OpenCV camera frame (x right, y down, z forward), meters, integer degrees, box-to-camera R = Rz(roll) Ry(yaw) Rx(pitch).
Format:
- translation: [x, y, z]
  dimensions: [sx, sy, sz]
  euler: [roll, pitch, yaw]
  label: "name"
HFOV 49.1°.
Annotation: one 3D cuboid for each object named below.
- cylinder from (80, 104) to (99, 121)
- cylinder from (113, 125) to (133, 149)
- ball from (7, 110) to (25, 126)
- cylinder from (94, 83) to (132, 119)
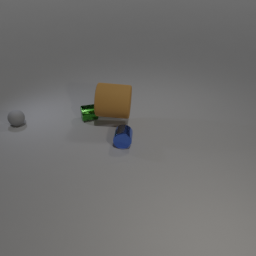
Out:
- translation: [-1.719, -0.683, 12.433]
  dimensions: [0.700, 0.700, 0.700]
  euler: [-9, 32, -14]
  label: "cylinder"
- translation: [-0.185, 0.334, 10.729]
  dimensions: [0.700, 0.700, 0.700]
  euler: [2, 31, 4]
  label: "cylinder"
- translation: [-4.782, -0.441, 11.985]
  dimensions: [0.700, 0.700, 0.700]
  euler: [0, 31, 0]
  label: "ball"
- translation: [-0.598, -1.133, 11.657]
  dimensions: [1.400, 1.400, 1.400]
  euler: [5, 31, 3]
  label: "cylinder"
